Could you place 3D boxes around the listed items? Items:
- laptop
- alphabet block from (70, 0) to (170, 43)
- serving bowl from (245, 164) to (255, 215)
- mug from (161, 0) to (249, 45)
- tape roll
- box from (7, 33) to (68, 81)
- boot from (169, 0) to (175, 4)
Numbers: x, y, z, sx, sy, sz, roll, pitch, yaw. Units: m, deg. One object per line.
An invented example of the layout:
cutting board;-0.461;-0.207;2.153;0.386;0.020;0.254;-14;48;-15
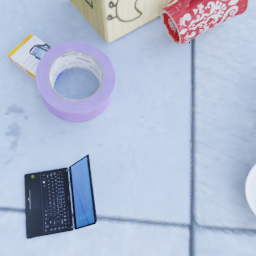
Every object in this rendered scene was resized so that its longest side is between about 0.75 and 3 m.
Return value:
laptop;-1.655;1.619;6.582;1.787;0.923;1.584;-9;68;-4
alphabet block;-0.358;-4.623;8.121;2.533;2.593;2.547;-31;70;-12
serving bowl;3.728;1.481;6.629;1.821;0.599;1.821;-2;85;19
mug;2.068;-3.647;8.109;2.154;1.912;1.437;-31;39;1
tape roll;-1.381;-1.230;7.566;2.032;0.863;2.032;2;75;-7
box;-2.584;-1.982;8.333;1.733;0.359;1.032;36;73;11
boot;1.693;-4.273;9.231;0.558;0.390;1.041;31;72;17
